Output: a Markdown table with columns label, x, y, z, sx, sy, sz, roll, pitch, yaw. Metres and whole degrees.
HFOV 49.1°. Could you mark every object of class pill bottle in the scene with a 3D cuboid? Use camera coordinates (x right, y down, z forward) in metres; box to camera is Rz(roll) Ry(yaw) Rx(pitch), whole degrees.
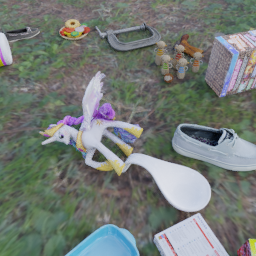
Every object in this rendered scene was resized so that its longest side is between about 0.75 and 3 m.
| label | x | y | z | sx | sy | sz | roll | pitch | yaw |
| --- | --- | --- | --- | --- | --- | --- | --- | --- | --- |
| pill bottle | -5.615 | -2.765 | 10.387 | 2.268 | 1.182 | 1.182 | -13 | 50 | -12 |

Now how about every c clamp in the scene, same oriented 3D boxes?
| label | x | y | z | sx | sy | sz | roll | pitch | yaw |
| --- | --- | --- | --- | --- | --- | --- | --- | --- | --- |
| c clamp | 0.033 | -4.087 | 12.120 | 2.587 | 0.350 | 2.210 | -12 | 50 | -10 |

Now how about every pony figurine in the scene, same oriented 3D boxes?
| label | x | y | z | sx | sy | sz | roll | pitch | yaw |
| --- | --- | --- | --- | --- | --- | --- | --- | --- | --- |
| pony figurine | -0.892 | -0.042 | 7.772 | 2.418 | 2.014 | 2.335 | 27 | 61 | 3 |

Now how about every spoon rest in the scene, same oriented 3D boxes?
| label | x | y | z | sx | sy | sz | roll | pitch | yaw |
| --- | --- | --- | --- | --- | --- | --- | --- | --- | --- |
| spoon rest | 0.927 | 1.280 | 7.118 | 2.379 | 0.721 | 1.182 | 22 | 52 | 20 |

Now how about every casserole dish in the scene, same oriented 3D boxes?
| label | x | y | z | sx | sy | sz | roll | pitch | yaw |
| --- | --- | --- | --- | --- | --- | --- | --- | --- | --- |
| casserole dish | -0.655 | 2.936 | 5.872 | 1.951 | 0.379 | 1.182 | -34 | 56 | -27 |

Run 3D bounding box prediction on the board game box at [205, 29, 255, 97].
| label | x | y | z | sx | sy | sz | roll | pitch | yaw |
| --- | --- | --- | --- | --- | --- | --- | --- | --- | --- |
| board game box | 3.988 | -2.243 | 9.541 | 2.195 | 1.750 | 1.063 | -14 | 49 | -13 |

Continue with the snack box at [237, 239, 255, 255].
| label | x | y | z | sx | sy | sz | roll | pitch | yaw |
| --- | --- | --- | --- | --- | --- | --- | --- | --- | --- |
| snack box | 3.346 | 3.539 | 4.987 | 2.231 | 0.895 | 2.646 | 5 | 50 | 3 |

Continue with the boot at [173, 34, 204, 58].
| label | x | y | z | sx | sy | sz | roll | pitch | yaw |
| --- | --- | --- | --- | --- | --- | --- | --- | --- | --- |
| boot | 2.583 | -3.362 | 11.456 | 1.139 | 0.390 | 1.072 | 29 | 54 | 22 |

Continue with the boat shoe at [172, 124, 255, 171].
| label | x | y | z | sx | sy | sz | roll | pitch | yaw |
| --- | --- | --- | --- | --- | --- | --- | --- | --- | --- |
| boat shoe | 2.523 | 0.462 | 7.693 | 2.588 | 0.922 | 0.903 | 12 | 49 | 10 |

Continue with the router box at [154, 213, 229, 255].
| label | x | y | z | sx | sy | sz | roll | pitch | yaw |
| --- | --- | --- | --- | --- | --- | --- | --- | --- | --- |
| router box | 1.415 | 2.728 | 6.077 | 1.218 | 0.332 | 1.357 | -20 | 51 | -17 |

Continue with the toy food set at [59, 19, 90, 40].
| label | x | y | z | sx | sy | sz | roll | pitch | yaw |
| --- | --- | --- | --- | --- | --- | --- | --- | --- | --- |
| toy food set | -2.357 | -4.305 | 12.330 | 1.306 | 0.321 | 1.320 | 22 | 51 | 18 |

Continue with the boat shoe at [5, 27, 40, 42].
| label | x | y | z | sx | sy | sz | roll | pitch | yaw |
| --- | --- | --- | --- | --- | --- | --- | --- | --- | --- |
| boat shoe | -4.562 | -4.123 | 12.102 | 1.469 | 0.419 | 0.491 | -26 | 53 | -21 |

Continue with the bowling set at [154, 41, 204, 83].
| label | x | y | z | sx | sy | sz | roll | pitch | yaw |
| --- | --- | --- | --- | --- | --- | --- | --- | --- | --- |
| bowling set | 1.737 | -2.320 | 10.118 | 1.851 | 0.994 | 1.288 | 12 | 49 | 11 |
